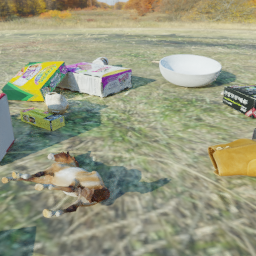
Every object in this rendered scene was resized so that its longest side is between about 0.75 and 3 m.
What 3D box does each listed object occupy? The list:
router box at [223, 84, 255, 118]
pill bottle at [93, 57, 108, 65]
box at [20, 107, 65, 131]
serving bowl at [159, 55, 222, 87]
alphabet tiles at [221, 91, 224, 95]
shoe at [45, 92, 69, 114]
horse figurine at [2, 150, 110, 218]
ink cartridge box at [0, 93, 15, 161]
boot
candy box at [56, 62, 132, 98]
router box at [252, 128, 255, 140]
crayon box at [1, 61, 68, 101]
[{"bbox_3d":[4.870,-1.042,10.079,2.274,0.707,1.704,-6,25,-14],"label":"router box"},{"bbox_3d":[-1.534,-3.660,16.010,0.720,0.720,1.259,4,25,10],"label":"pill bottle"},{"bbox_3d":[-2.705,-0.299,8.822,1.460,0.366,0.549,15,28,31],"label":"box"},{"bbox_3d":[2.851,-2.583,13.121,2.817,0.926,2.817,1,31,-1],"label":"serving bowl"},{"bbox_3d":[4.595,-1.447,11.777,1.207,0.090,1.234,15,27,29],"label":"alphabet tiles"},{"bbox_3d":[-2.436,-0.949,9.670,0.798,0.610,2.284,-1,12,-16],"label":"shoe"},{"bbox_3d":[-1.175,1.021,5.332,2.526,0.630,1.674,12,8,43],"label":"horse figurine"},{"bbox_3d":[-4.040,0.030,6.763,1.962,1.419,1.425,-1,24,-3],"label":"ink cartridge box"},{"bbox_3d":[2.709,0.832,5.767,1.665,0.819,2.326,-10,18,-3],"label":"boot"},{"bbox_3d":[-1.604,-2.252,12.565,3.000,0.915,2.045,17,29,33],"label":"candy box"},{"bbox_3d":[4.390,0.502,6.779,1.595,0.546,2.138,-9,25,-20],"label":"router box"},{"bbox_3d":[-3.696,-1.931,11.280,1.785,0.603,2.069,2,43,20],"label":"crayon box"}]
